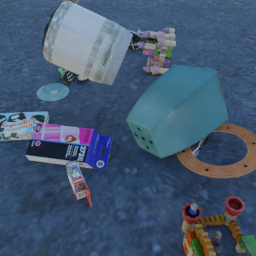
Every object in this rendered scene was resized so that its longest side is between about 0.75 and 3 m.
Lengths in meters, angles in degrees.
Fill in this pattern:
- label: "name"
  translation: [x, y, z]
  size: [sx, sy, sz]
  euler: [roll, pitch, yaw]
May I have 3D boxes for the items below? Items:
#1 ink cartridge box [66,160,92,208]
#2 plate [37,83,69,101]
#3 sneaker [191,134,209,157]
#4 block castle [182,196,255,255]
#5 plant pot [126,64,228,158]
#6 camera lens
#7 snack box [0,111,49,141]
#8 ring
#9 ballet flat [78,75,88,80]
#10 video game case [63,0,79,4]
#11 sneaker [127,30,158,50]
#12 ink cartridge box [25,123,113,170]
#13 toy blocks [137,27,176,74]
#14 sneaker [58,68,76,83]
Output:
- label: "ink cartridge box"
  translation: [-1.510, 1.736, 8.538]
  size: [0.351, 0.760, 1.395]
  euler: [-17, 43, -18]
- label: "plate"
  translation: [-3.494, -1.738, 13.021]
  size: [1.489, 0.190, 1.489]
  euler: [1, 40, 0]
- label: "sneaker"
  translation: [2.432, 0.491, 10.241]
  size: [0.695, 0.455, 1.203]
  euler: [24, 47, 29]
- label: "block castle"
  translation: [2.416, 2.971, 6.746]
  size: [1.752, 1.230, 2.623]
  euler: [-7, 41, -7]
- label: "plant pot"
  translation: [1.594, -0.485, 9.907]
  size: [2.965, 2.096, 2.094]
  euler: [-39, 34, -19]
- label: "camera lens"
  translation: [-1.528, -3.089, 10.399]
  size: [2.862, 2.289, 2.289]
  euler: [23, 41, -8]
- label: "snack box"
  translation: [-4.298, -0.087, 10.929]
  size: [2.193, 0.407, 1.274]
  euler: [-3, 41, -3]
- label: "ring"
  translation: [3.085, 0.729, 9.565]
  size: [2.858, 0.274, 2.858]
  euler: [-8, 34, 6]
- label: "ballet flat"
  translation: [-2.091, -2.999, 14.193]
  size: [0.657, 0.562, 1.977]
  euler: [8, 41, 9]
- label: "video game case"
  translation: [-2.356, -5.299, 10.981]
  size: [0.986, 0.897, 0.109]
  euler: [36, 58, -14]
- label: "sneaker"
  translation: [0.654, -5.210, 16.618]
  size: [2.755, 1.069, 1.189]
  euler: [10, 29, 1]
- label: "ink cartridge box"
  translation: [-2.024, 0.621, 9.789]
  size: [2.791, 0.518, 1.321]
  euler: [7, 61, 5]
- label: "toy blocks"
  translation: [1.332, -4.084, 14.334]
  size: [1.824, 2.025, 2.167]
  euler: [7, 44, 0]
- label: "sneaker"
  translation: [-3.064, -2.769, 13.932]
  size: [0.873, 0.758, 1.971]
  euler: [-3, 33, 11]
